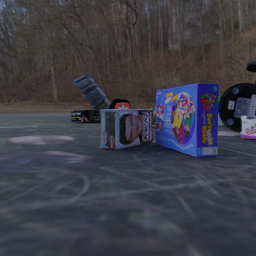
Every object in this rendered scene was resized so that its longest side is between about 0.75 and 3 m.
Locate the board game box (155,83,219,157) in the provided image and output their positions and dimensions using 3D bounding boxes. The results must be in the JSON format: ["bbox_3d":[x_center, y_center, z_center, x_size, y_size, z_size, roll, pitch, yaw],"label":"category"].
[{"bbox_3d":[0.869,-0.147,4.477,0.333,0.999,1.486,-1,4,-16],"label":"board game box"}]

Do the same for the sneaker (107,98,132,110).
[{"bbox_3d":[-0.269,-0.348,7.969,0.843,0.950,2.249,-1,3,-14],"label":"sneaker"}]

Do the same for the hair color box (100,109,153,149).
[{"bbox_3d":[0.019,-0.013,5.079,0.398,0.649,1.311,2,4,29],"label":"hair color box"}]

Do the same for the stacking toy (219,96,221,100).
[{"bbox_3d":[3.890,-0.748,11.625,1.683,0.395,1.269,44,-13,-19],"label":"stacking toy"}]

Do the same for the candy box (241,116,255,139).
[{"bbox_3d":[3.522,-0.018,6.132,1.708,0.521,1.165,-2,4,-26],"label":"candy box"}]

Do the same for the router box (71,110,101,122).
[{"bbox_3d":[-1.780,-0.618,14.450,1.907,0.593,1.429,-1,2,-35],"label":"router box"}]

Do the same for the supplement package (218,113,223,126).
[{"bbox_3d":[3.148,-0.467,10.956,1.018,0.793,0.564,-2,4,-29],"label":"supplement package"}]

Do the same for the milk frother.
[{"bbox_3d":[4.242,-0.694,8.093,2.343,2.114,2.204,34,24,31],"label":"milk frother"}]

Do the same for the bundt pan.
[{"bbox_3d":[-2.079,-2.023,17.170,1.091,2.907,2.907,-36,7,-3],"label":"bundt pan"}]

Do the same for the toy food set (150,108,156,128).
[{"bbox_3d":[1.544,-0.428,10.487,2.373,0.775,1.396,-2,4,-22],"label":"toy food set"}]
